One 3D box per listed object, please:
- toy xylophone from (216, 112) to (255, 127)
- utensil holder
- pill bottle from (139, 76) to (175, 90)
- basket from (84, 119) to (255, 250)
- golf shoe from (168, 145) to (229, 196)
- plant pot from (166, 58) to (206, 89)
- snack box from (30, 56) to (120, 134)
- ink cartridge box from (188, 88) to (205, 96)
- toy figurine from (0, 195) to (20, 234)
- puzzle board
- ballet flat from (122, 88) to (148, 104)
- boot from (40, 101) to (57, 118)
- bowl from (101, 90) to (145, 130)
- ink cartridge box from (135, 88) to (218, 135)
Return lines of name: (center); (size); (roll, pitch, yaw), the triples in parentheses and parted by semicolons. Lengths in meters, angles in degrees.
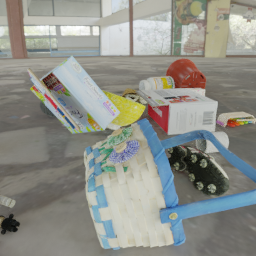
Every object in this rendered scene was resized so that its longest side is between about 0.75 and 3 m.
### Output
toy xylophone: (4.346, -0.318, 11.063); (1.543, 0.388, 1.130); (-3, 18, -8)
utensil holder: (2.538, 0.431, 8.443); (0.756, 0.643, 0.643); (-3, 18, -16)
pill bottle: (1.680, -2.465, 16.503); (1.906, 1.075, 1.075); (-8, 20, -23)
basket: (0.639, 0.855, 5.059); (2.758, 1.918, 2.431); (-12, 20, -7)
golf shoe: (1.821, 0.889, 6.796); (0.949, 0.832, 2.155); (-1, 18, -23)
plant pot: (3.527, -2.893, 16.659); (2.062, 2.062, 2.005); (-3, 27, -10)
snack box: (-1.712, -0.864, 8.627); (0.851, 2.121, 2.515); (-49, 22, -23)
ink cartridge box: (3.696, -1.829, 15.281); (0.964, 0.620, 0.604); (-3, 18, -11)
toy figurine: (-2.340, 1.553, 4.805); (0.547, 0.773, 0.786); (4, 17, 30)
puzzle board: (-1.954, -0.660, 7.293); (0.161, 1.855, 1.398); (-40, 12, -12)
ballet flat: (0.653, -1.580, 14.694); (2.311, 0.793, 0.728); (12, 50, 40)
boot: (-3.111, -1.264, 13.129); (2.146, 0.855, 2.604); (2, 19, -23)
bowl: (-0.548, -0.571, 9.866); (2.103, 1.132, 2.103); (19, 4, -1)
ink cartridge box: (1.713, -0.745, 11.082); (2.454, 1.172, 2.795); (-3, 19, -10)
